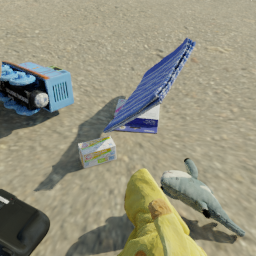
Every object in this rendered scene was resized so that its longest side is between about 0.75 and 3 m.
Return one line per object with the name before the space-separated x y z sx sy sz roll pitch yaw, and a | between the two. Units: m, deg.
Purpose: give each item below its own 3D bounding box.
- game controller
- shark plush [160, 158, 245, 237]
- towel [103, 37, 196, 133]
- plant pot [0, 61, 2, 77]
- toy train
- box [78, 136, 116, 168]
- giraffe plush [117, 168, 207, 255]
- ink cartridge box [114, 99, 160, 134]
game controller | -2.601 1.647 5.088 2.367 0.498 1.235 19 35 22
shark plush | 1.252 1.397 4.978 0.813 1.789 0.745 -39 4 10
towel | 0.571 -1.134 7.187 0.338 2.053 2.836 46 47 -13
plant pot | -4.113 -1.245 6.511 2.203 2.527 2.527 -12 27 37
toy train | -2.885 -1.250 8.128 2.805 1.216 1.603 24 36 39
box | -0.707 0.548 6.470 0.794 0.446 0.402 -15 39 -17
giraffe plush | -0.020 2.067 3.252 2.190 2.701 2.330 -35 86 -1
ink cartridge box | 0.252 -0.367 7.794 1.222 0.269 1.244 5 37 4
